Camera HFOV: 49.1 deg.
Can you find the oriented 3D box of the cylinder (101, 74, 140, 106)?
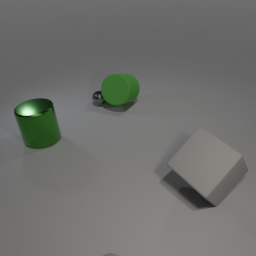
[{"bbox_3d":[-0.327,-1.803,12.941,1.400,1.400,1.400,11,14,18],"label":"cylinder"}]

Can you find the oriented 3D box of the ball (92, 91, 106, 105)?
[{"bbox_3d":[-1.358,-1.425,13.315,0.700,0.700,0.700,0,30,0],"label":"ball"}]

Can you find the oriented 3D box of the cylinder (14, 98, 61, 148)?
[{"bbox_3d":[-3.350,-0.193,10.454,1.400,1.400,1.400,-4,33,2],"label":"cylinder"}]

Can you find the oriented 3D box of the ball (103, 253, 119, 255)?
[{"bbox_3d":[-0.356,2.993,5.837,0.700,0.700,0.700,0,30,0],"label":"ball"}]

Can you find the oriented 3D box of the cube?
[{"bbox_3d":[2.200,1.068,7.686,1.400,1.400,1.400,-49,54,0],"label":"cube"}]
